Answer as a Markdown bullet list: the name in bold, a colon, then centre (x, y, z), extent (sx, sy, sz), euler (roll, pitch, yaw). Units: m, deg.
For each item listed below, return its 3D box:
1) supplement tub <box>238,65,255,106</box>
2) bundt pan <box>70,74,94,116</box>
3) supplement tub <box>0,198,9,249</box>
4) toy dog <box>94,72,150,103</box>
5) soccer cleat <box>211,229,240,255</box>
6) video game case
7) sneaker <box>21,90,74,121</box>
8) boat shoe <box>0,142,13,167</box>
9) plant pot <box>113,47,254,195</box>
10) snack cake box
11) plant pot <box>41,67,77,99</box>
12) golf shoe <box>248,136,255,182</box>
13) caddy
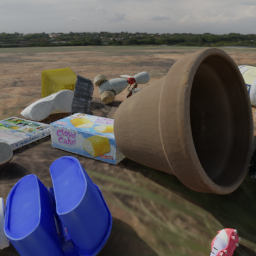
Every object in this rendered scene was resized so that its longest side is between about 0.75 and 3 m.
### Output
- **supplement tub**: centre (5.326, -1.695, 11.549), extent (1.534, 1.534, 2.116), euler (-7, 21, -18)
- **bundt pan**: centre (-1.570, -0.943, 9.519), extent (0.638, 1.700, 1.700), euler (10, 18, -13)
- **supplement tub**: centre (-2.335, 1.467, 3.922), extent (1.169, 0.844, 0.844), euler (-8, 22, -24)
- **toy dog**: centre (-0.294, -1.745, 12.378), extent (2.432, 1.604, 1.171), euler (4, -19, -3)
- **soccer cleat**: centre (1.312, 1.771, 3.997), extent (0.349, 0.304, 0.913), euler (-24, 6, 43)
- **video game case**: centre (-3.554, 0.138, 8.466), extent (2.018, 0.222, 1.840), euler (10, 22, 29)
- **sneaker**: centre (-2.922, -0.882, 10.525), extent (1.015, 0.863, 2.295), euler (2, 18, 40)
- **boat shoe**: centre (-3.607, 0.859, 6.278), extent (1.979, 0.719, 0.621), euler (-16, -18, -24)
- **plant pot**: centre (1.010, -0.094, 6.070), extent (2.410, 2.764, 2.764), euler (-4, 12, 45)
- **snack cake box**: centre (-0.886, 0.209, 7.546), extent (2.106, 0.708, 1.211), euler (11, 24, 27)
- **plant pot**: centre (-2.756, -1.664, 11.952), extent (1.388, 1.388, 1.225), euler (-19, 41, -42)
- **golf shoe**: centre (3.387, 0.673, 6.187), extent (1.310, 1.078, 2.774), euler (23, 27, 11)
- **caddy**: centre (-1.013, 1.298, 4.224), extent (1.347, 1.000, 1.906), euler (-27, 26, -8)
